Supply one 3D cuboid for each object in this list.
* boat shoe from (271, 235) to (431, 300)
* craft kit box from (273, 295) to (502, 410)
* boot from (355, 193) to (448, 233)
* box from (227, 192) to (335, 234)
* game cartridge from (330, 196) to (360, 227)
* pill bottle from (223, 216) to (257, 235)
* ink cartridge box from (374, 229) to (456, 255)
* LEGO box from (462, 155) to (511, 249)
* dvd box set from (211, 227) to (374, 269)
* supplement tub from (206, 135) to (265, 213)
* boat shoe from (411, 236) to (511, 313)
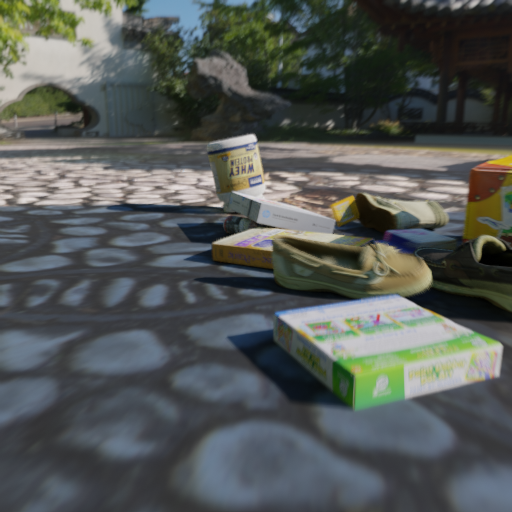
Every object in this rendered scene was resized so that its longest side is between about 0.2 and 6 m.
[{"bbox_3d":[1.260,0.092,7.696,2.187,0.688,0.798,5,31,24],"label":"boat shoe"},{"bbox_3d":[1.243,0.873,5.662,1.645,0.399,1.625,-6,13,-22],"label":"craft kit box"},{"bbox_3d":[3.110,-0.966,12.264,1.445,0.673,1.868,-5,21,-17],"label":"boot"},{"bbox_3d":[0.459,-0.861,11.516,1.606,0.424,2.060,11,7,-20],"label":"box"},{"bbox_3d":[1.971,-0.981,12.333,0.591,0.521,0.096,-25,10,-18],"label":"game cartridge"},{"bbox_3d":[-0.315,-0.609,11.431,0.660,0.382,0.382,11,18,39],"label":"pill bottle"},{"bbox_3d":[2.939,-0.290,10.494,1.119,0.242,1.099,-4,15,-19],"label":"ink cartridge box"},{"bbox_3d":[5.813,-0.565,8.577,4.340,1.675,3.232,9,17,33],"label":"LEGO box"},{"bbox_3d":[0.644,-0.110,9.491,2.288,0.336,1.674,7,16,28],"label":"dvd box set"},{"bbox_3d":[-0.465,-2.045,13.983,1.258,1.743,1.258,-12,13,3],"label":"supplement tub"},{"bbox_3d":[3.085,0.118,7.496,0.901,0.829,2.523,-18,21,-24],"label":"boat shoe"}]
